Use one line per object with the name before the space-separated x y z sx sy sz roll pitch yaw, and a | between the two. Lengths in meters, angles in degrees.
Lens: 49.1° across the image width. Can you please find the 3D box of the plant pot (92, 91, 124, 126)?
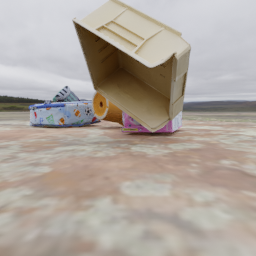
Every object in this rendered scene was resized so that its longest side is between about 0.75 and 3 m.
plant pot | -0.318 -0.723 8.441 1.306 1.427 1.427 -4 6 -38

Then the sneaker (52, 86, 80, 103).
sneaker | -2.658 -1.189 12.436 0.952 1.120 2.558 -45 15 -4

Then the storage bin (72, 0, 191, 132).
storage bin | 0.116 -1.059 5.074 1.825 0.862 1.839 38 -20 24

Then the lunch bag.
lunch bag | -2.124 -0.459 9.314 1.776 0.837 2.216 2 3 45

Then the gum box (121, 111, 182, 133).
gum box | 0.651 -0.277 6.940 1.150 0.670 2.027 -2 3 17
